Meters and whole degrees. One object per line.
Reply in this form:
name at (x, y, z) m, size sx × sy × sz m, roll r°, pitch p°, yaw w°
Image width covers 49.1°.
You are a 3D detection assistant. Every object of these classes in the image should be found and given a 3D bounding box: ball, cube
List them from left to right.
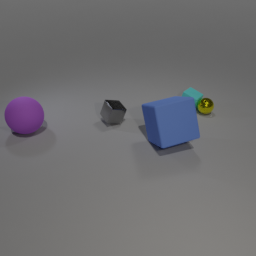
ball at (-3.864, -0.474, 10.486) m, size 1.400 × 1.400 × 1.400 m, roll 0°, pitch 30°, yaw 0°
cube at (-0.593, -0.649, 11.219) m, size 0.700 × 0.700 × 0.700 m, roll 0°, pitch 37°, yaw -36°
cube at (1.436, -0.255, 9.635) m, size 1.400 × 1.400 × 1.400 m, roll -14°, pitch 11°, yaw -13°
cube at (2.784, -1.264, 12.415) m, size 0.700 × 0.700 × 0.700 m, roll 36°, pitch 43°, yaw 21°
ball at (3.327, -0.948, 12.003) m, size 0.700 × 0.700 × 0.700 m, roll 0°, pitch 30°, yaw 0°
